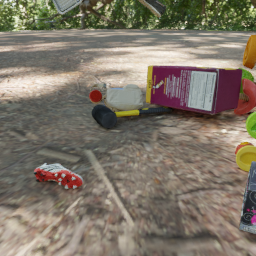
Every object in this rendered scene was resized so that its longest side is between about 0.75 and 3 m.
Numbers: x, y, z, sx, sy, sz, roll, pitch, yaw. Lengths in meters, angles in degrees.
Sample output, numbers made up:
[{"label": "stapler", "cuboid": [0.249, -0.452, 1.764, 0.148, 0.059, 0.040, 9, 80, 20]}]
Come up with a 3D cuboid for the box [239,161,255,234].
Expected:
[{"label": "box", "cuboid": [2.718, 1.266, 4.578, 1.516, 0.870, 1.002, 10, 26, 23]}]

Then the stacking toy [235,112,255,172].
[{"label": "stacking toy", "cuboid": [3.245, 0.267, 6.369, 1.539, 1.393, 0.650, 3, 12, 10]}]

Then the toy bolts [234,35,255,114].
[{"label": "toy bolts", "cuboid": [4.919, -1.647, 9.748, 1.900, 2.617, 2.739, 12, 44, 11]}]

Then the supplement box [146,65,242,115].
[{"label": "supplement box", "cuboid": [2.180, -1.414, 9.601, 2.710, 1.399, 1.774, 15, 19, 41]}]

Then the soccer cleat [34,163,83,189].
[{"label": "soccer cleat", "cuboid": [-1.425, 0.963, 5.905, 1.166, 0.400, 0.497, 4, 27, 20]}]

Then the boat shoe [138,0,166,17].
[{"label": "boat shoe", "cuboid": [0.756, -4.832, 10.479, 1.570, 0.448, 0.525, 39, 2, -13]}]

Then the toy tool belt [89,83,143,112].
[{"label": "toy tool belt", "cuboid": [-0.414, -0.913, 9.670, 1.816, 1.134, 1.116, 1, -12, -7]}]

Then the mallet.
[{"label": "mallet", "cuboid": [0.281, -0.451, 9.078, 2.812, 0.579, 0.926, -4, 23, -19]}]

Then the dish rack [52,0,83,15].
[{"label": "dish rack", "cuboid": [-1.995, -4.392, 9.084, 1.216, 1.044, 0.265, -12, 22, 37]}]
